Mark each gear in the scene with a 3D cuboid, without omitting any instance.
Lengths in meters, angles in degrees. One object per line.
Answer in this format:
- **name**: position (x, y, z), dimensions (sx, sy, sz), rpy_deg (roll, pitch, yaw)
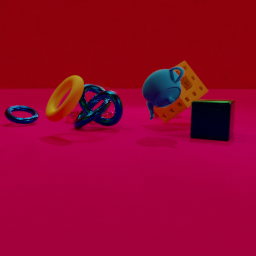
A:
- **gear**: position (-1.450, -0.432, 10.618), dimensions (1.770, 0.327, 1.770), rpy_deg (0, 9, 0)

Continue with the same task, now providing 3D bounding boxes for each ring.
- **ring**: position (-1.651, -0.769, 7.266), dimensions (0.275, 1.375, 1.375), rpy_deg (36, -14, -33)
- **ring**: position (-3.675, -0.469, 9.707), dimensions (1.124, 0.225, 1.124), rpy_deg (13, 28, -7)

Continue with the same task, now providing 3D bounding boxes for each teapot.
- **teapot**: position (0.891, -0.913, 7.199), dimensions (1.031, 1.658, 0.812), rpy_deg (0, 50, -38)

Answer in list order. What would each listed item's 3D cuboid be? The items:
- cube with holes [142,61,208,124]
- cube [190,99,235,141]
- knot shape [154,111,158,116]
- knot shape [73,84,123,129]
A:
- **cube with holes**: position (1.607, -1.215, 9.637), dimensions (1.314, 1.314, 1.314), rpy_deg (-36, -2, -36)
- **cube**: position (2.226, -0.239, 7.326), dimensions (0.960, 0.960, 0.960), rpy_deg (4, 10, 26)
- **knot shape**: position (1.659, -1.202, 12.652), dimensions (1.973, 0.912, 1.847), rpy_deg (-31, -19, -18)
- **knot shape**: position (-0.895, -0.643, 8.809), dimensions (1.612, 1.723, 0.796), rpy_deg (8, -26, 22)
